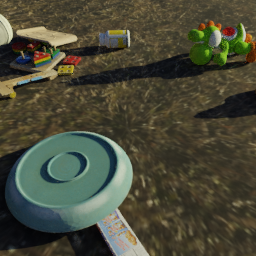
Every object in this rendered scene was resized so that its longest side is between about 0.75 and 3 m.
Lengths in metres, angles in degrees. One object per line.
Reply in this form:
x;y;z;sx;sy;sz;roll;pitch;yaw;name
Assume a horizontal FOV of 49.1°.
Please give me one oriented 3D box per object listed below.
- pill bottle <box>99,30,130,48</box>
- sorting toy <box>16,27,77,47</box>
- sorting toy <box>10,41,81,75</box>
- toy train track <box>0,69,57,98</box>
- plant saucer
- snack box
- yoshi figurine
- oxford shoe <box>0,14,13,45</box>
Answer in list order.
-0.511;-3.371;10.633;1.126;0.631;0.631;-2;42;-2;pill bottle
-3.111;-3.493;10.812;1.747;0.319;1.617;21;32;18;sorting toy
-3.093;-2.515;9.795;2.912;0.493;1.404;14;44;15;sorting toy
-3.369;-1.275;8.547;2.561;0.417;1.469;-25;40;-32;toy train track
-1.265;0.904;6.004;2.721;0.373;2.721;-2;38;1;plant saucer
-0.105;2.026;5.017;0.492;0.166;1.368;-23;47;-23;snack box
3.170;-2.739;9.788;2.559;1.438;1.433;3;81;-17;yoshi figurine
-2.890;-1.758;4.631;2.023;0.761;0.584;20;49;14;oxford shoe
